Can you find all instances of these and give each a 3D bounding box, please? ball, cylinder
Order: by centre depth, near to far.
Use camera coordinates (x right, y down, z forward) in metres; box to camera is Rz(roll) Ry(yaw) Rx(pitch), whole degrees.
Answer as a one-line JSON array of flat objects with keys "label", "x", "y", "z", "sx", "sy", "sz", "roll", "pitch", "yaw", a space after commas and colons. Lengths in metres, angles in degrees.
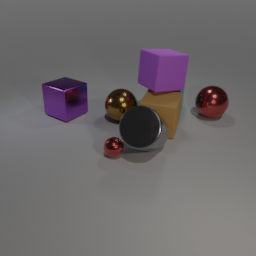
[{"label": "cylinder", "x": 0.567, "y": 0.061, "z": 9.398, "sx": 1.400, "sy": 1.400, "sz": 1.400, "roll": 11, "pitch": -4, "yaw": 18}, {"label": "ball", "x": -0.487, "y": 0.657, "z": 9.612, "sx": 0.700, "sy": 0.700, "sz": 0.700, "roll": 0, "pitch": 29, "yaw": 0}, {"label": "ball", "x": -0.288, "y": -0.969, "z": 11.871, "sx": 1.400, "sy": 1.400, "sz": 1.400, "roll": 0, "pitch": 29, "yaw": 0}, {"label": "ball", "x": 3.618, "y": -1.124, "z": 12.105, "sx": 1.400, "sy": 1.400, "sz": 1.400, "roll": 0, "pitch": 29, "yaw": 0}]

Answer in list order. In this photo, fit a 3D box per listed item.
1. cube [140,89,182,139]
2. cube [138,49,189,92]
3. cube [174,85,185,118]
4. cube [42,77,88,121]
[{"label": "cube", "x": 1.291, "y": -0.598, "z": 11.112, "sx": 1.400, "sy": 1.400, "sz": 1.400, "roll": 10, "pitch": 33, "yaw": 15}, {"label": "cube", "x": 1.367, "y": -2.325, "z": 11.168, "sx": 1.400, "sy": 1.400, "sz": 1.400, "roll": -8, "pitch": 28, "yaw": -27}, {"label": "cube", "x": 1.760, "y": -1.400, "z": 12.607, "sx": 1.400, "sy": 1.400, "sz": 1.400, "roll": 8, "pitch": 30, "yaw": 13}, {"label": "cube", "x": -2.752, "y": -1.311, "z": 12.373, "sx": 1.400, "sy": 1.400, "sz": 1.400, "roll": 20, "pitch": 32, "yaw": 30}]
